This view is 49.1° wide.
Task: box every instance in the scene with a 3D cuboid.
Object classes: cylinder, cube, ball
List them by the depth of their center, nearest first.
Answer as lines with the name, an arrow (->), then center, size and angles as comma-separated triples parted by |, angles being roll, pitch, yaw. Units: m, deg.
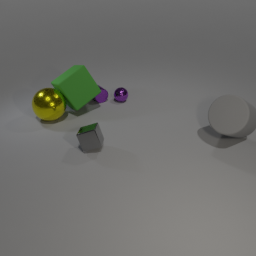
cube -> -1.322, 0.320, 9.923 | 0.700, 0.700, 0.700 | -16, 20, 10
cylinder -> 3.777, -0.393, 10.010 | 1.400, 1.400, 1.400 | 26, 10, 36
ball -> -3.286, -0.984, 11.697 | 1.400, 1.400, 1.400 | 0, 31, 0
cube -> -2.300, -1.809, 12.357 | 1.400, 1.400, 1.400 | -40, 26, -14
ball -> -0.334, -1.604, 13.456 | 0.700, 0.700, 0.700 | 0, 31, 0
cylinder -> -1.415, -1.657, 13.523 | 0.700, 0.700, 0.700 | -18, 35, -27
